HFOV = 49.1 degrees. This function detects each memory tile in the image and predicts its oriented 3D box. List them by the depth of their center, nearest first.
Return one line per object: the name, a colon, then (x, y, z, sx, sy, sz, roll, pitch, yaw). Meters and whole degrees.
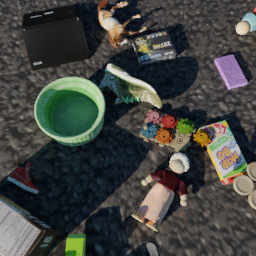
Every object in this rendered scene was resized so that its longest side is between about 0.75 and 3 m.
memory tile: (4.897, 2.137, 9.093, 1.994, 0.218, 2.601, -40, 78, -14)

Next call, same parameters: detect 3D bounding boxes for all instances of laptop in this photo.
laptop: (-3.064, -3.909, 11.820, 2.418, 1.409, 2.729, -13, 42, -6)

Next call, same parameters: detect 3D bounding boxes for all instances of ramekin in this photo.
ramekin: (-1.932, -0.502, 9.817, 2.357, 1.151, 2.357, 0, 67, 0)

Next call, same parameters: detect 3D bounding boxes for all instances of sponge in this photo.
sponge: (4.059, -2.230, 11.071, 0.778, 0.208, 1.394, -16, 68, -6)

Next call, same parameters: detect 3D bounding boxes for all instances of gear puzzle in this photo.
gear puzzle: (1.707, 0.134, 9.879, 2.475, 0.324, 1.282, 18, 68, 13)

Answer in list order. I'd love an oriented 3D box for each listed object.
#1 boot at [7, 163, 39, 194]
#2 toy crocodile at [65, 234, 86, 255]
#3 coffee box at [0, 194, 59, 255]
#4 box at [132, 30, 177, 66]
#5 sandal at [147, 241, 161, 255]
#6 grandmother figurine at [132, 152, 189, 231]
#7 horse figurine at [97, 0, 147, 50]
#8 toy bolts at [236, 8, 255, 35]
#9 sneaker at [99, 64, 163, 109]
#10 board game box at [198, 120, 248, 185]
boot: (-3.318, 1.626, 9.338, 1.155, 0.418, 0.833, 25, 68, 14)
toy crocodile: (-1.506, 4.546, 7.907, 0.994, 0.909, 2.946, -5, 62, 0)
coffee box: (-3.632, 2.767, 8.202, 2.806, 1.586, 1.120, 29, 70, 11)
box: (1.044, -3.255, 11.413, 1.528, 0.375, 1.231, -14, 71, -6)
sandal: (0.669, 2.990, 6.743, 0.350, 0.920, 0.197, 23, 49, 40)
grandmother figurine: (1.244, 1.953, 9.020, 1.566, 0.782, 2.582, 31, 73, 0)
horse figurine: (-0.495, -4.514, 11.772, 1.767, 0.666, 2.666, -34, 74, -11)
toy bolts: (5.378, -4.120, 11.142, 1.409, 1.941, 2.032, -36, 53, -6)
sneaker: (0.051, -1.255, 10.389, 2.682, 1.031, 1.188, 32, 86, 17)
board game box: (3.351, 0.826, 9.749, 1.017, 0.319, 2.130, -17, 71, -7)
